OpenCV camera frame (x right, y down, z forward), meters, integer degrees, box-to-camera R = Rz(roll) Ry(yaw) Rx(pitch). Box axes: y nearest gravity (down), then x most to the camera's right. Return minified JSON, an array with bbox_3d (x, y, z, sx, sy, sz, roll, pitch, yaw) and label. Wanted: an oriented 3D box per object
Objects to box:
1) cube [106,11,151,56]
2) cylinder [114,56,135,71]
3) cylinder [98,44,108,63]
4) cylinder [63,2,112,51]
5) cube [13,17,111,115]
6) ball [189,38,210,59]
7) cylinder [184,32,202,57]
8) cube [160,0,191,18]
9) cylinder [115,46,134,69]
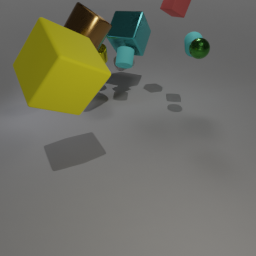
[{"bbox_3d":[0.060,-4.308,12.800,1.400,1.400,1.400,12,75,24],"label":"cube"},{"bbox_3d":[-0.170,-3.015,12.691,0.700,0.700,0.700,-30,42,-29],"label":"cylinder"},{"bbox_3d":[-1.273,-3.282,12.462,0.700,0.700,0.700,-1,59,2],"label":"cylinder"},{"bbox_3d":[-1.491,-3.339,9.723,1.400,1.400,1.400,32,14,-9],"label":"cylinder"},{"bbox_3d":[-1.523,-1.327,6.374,1.400,1.400,1.400,9,43,-48],"label":"cube"},{"bbox_3d":[2.436,-2.710,9.549,0.700,0.700,0.700,0,32,0],"label":"ball"},{"bbox_3d":[2.500,-3.172,10.627,0.700,0.700,0.700,3,46,5],"label":"cylinder"},{"bbox_3d":[1.751,-4.559,10.301,0.700,0.700,0.700,13,14,-39],"label":"cube"},{"bbox_3d":[-0.126,-2.877,11.460,0.700,0.700,0.700,7,-6,1],"label":"cylinder"}]
